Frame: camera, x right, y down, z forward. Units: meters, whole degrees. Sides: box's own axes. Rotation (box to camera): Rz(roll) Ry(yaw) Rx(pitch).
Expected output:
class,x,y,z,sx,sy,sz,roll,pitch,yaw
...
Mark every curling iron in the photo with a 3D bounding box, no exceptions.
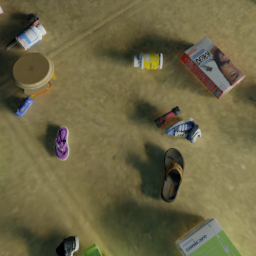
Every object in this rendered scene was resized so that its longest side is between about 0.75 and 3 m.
class,x,y,z,sx,sy,sz,roll,pitch,yaw
curling iron,-4.330,-3.907,11.421,0.517,0.266,2.084,28,73,8

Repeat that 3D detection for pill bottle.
class,x,y,z,sx,sy,sz,roll,pitch,yaw
pill bottle,0.769,-2.584,10.815,1.073,0.597,0.597,1,72,2
pill bottle,-3.843,-3.662,11.156,1.104,0.620,0.620,-41,76,-14

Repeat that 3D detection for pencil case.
class,x,y,z,sx,sy,sz,roll,pitch,yaw
pencil case,-3.827,-0.787,10.350,0.356,0.320,0.820,18,69,47

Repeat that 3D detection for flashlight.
class,x,y,z,sx,sy,sz,roll,pitch,yaw
flashlight,1.455,-0.386,10.136,1.009,0.343,0.342,-29,117,1

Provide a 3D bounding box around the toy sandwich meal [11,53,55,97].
class,x,y,z,sx,sy,sz,roll,pitch,yaw
toy sandwich meal,-3.561,-2.054,10.672,1.787,0.612,1.787,0,68,1

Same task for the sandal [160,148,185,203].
class,x,y,z,sx,sy,sz,roll,pitch,yaw
sandal,1.499,1.573,9.483,0.759,0.507,1.858,15,72,5

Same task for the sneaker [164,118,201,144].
class,x,y,z,sx,sy,sz,roll,pitch,yaw
sneaker,2.002,0.221,9.938,1.200,0.483,0.878,-21,69,-12

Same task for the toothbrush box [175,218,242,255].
class,x,y,z,sx,sy,sz,roll,pitch,yaw
toothbrush box,2.593,3.956,8.528,1.390,0.822,1.909,-33,76,-10

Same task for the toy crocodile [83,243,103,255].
class,x,y,z,sx,sy,sz,roll,pitch,yaw
toy crocodile,-0.576,4.731,8.292,0.870,0.796,2.578,-26,73,-8

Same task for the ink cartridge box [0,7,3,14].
class,x,y,z,sx,sy,sz,roll,pitch,yaw
ink cartridge box,-5.888,-5.154,11.734,0.775,0.445,1.067,-34,75,-11

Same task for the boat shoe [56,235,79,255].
class,x,y,z,sx,sy,sz,roll,pitch,yaw
boat shoe,-1.848,3.546,8.192,0.487,1.467,0.548,3,57,-27

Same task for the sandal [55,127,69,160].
class,x,y,z,sx,sy,sz,roll,pitch,yaw
sandal,-2.371,0.524,9.937,0.503,0.304,1.237,-5,72,-2

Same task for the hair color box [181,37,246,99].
class,x,y,z,sx,sy,sz,roll,pitch,yaw
hair color box,3.209,-2.304,10.675,1.190,0.686,2.146,-37,77,-12
